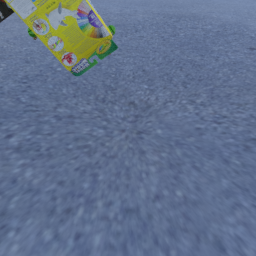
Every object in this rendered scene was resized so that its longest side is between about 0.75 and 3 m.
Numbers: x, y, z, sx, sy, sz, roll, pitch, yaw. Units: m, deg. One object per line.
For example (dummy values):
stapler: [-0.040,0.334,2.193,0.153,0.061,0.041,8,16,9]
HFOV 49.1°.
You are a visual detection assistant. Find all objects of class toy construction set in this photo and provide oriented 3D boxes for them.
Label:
toy construction set: [-1.611,-3.620,8.978,2.703,2.077,2.254,28,75,2]

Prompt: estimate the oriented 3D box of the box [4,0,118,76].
box: [-1.557,-2.675,7.033,1.555,2.650,0.641,-32,33,13]

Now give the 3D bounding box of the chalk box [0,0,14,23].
chalk box: [-3.665,-3.203,6.924,1.044,1.051,1.684,30,65,25]
